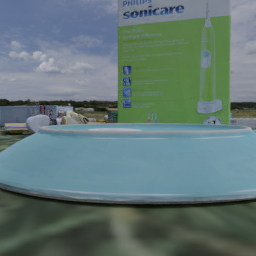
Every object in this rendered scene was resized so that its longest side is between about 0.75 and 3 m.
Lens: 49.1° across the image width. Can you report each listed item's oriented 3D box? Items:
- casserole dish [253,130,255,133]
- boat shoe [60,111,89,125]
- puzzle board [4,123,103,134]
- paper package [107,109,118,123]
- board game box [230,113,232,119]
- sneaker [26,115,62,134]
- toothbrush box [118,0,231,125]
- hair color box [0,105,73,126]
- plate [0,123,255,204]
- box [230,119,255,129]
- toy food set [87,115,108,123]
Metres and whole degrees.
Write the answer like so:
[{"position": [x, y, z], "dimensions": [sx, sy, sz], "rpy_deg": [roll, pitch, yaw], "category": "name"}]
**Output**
[{"position": [2.294, 0.122, 4.535], "dimensions": [0.578, 0.185, 0.955], "rpy_deg": [2, 4, 40], "category": "casserole dish"}, {"position": [-0.948, -0.035, 5.098], "dimensions": [0.447, 0.496, 1.375], "rpy_deg": [8, 4, -8], "category": "boat shoe"}, {"position": [-1.760, 0.001, 7.266], "dimensions": [2.635, 0.229, 1.986], "rpy_deg": [-2, 4, -25], "category": "puzzle board"}, {"position": [-0.036, -0.527, 13.188], "dimensions": [1.532, 0.793, 1.460], "rpy_deg": [2, 3, 19], "category": "paper package"}, {"position": [2.521, -0.279, 9.936], "dimensions": [1.740, 0.541, 2.304], "rpy_deg": [1, 3, 32], "category": "board game box"}, {"position": [-1.764, -0.025, 5.592], "dimensions": [0.630, 0.418, 1.108], "rpy_deg": [0, -4, 23], "category": "sneaker"}, {"position": [0.685, -0.816, 4.089], "dimensions": [1.514, 2.080, 0.895], "rpy_deg": [0, 3, 17], "category": "toothbrush box"}, {"position": [-3.677, -0.456, 11.080], "dimensions": [2.685, 0.814, 1.329], "rpy_deg": [0, 2, 16], "category": "hair color box"}, {"position": [0.136, 0.130, 2.462], "dimensions": [2.577, 0.329, 2.577], "rpy_deg": [0, 3, 0], "category": "plate"}, {"position": [4.175, -0.144, 9.261], "dimensions": [1.690, 0.350, 0.327], "rpy_deg": [0, 2, 10], "category": "box"}, {"position": [-1.420, -0.441, 14.763], "dimensions": [1.626, 0.491, 1.167], "rpy_deg": [1, 2, 21], "category": "toy food set"}]
